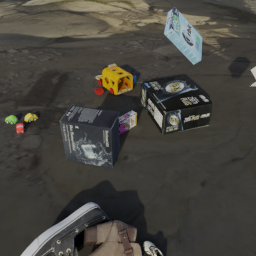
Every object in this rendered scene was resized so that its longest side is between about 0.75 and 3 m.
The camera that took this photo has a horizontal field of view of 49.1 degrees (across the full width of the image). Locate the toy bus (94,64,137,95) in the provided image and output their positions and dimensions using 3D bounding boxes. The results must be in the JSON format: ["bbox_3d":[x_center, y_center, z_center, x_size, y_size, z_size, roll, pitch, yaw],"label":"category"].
[{"bbox_3d":[-0.747,-2.627,14.219,2.255,1.165,2.128,5,37,6],"label":"toy bus"}]

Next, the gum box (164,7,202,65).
[{"bbox_3d":[1.792,-2.926,8.906,0.325,1.461,1.241,-27,38,41],"label":"gum box"}]

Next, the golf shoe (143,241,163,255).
[{"bbox_3d":[0.684,3.147,7.170,0.304,0.347,0.787,-26,42,-29],"label":"golf shoe"}]

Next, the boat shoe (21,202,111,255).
[{"bbox_3d":[-1.498,2.956,7.024,0.901,0.951,2.721,25,36,32],"label":"boat shoe"}]

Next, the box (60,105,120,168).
[{"bbox_3d":[-1.256,0.300,9.775,1.800,1.770,1.057,8,37,11],"label":"box"}]

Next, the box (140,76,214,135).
[{"bbox_3d":[1.986,-1.085,12.152,2.188,1.151,2.672,-10,38,-15],"label":"box"}]

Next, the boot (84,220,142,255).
[{"bbox_3d":[-0.369,3.231,6.785,1.432,0.688,1.958,10,59,-16],"label":"boot"}]

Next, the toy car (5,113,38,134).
[{"bbox_3d":[-4.658,-0.320,11.849,1.245,0.295,1.323,11,38,14],"label":"toy car"}]

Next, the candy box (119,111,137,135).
[{"bbox_3d":[-0.076,-0.225,11.424,0.959,0.654,0.293,-31,48,-33],"label":"candy box"}]

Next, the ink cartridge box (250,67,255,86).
[{"bbox_3d":[4.787,-1.989,9.375,0.853,1.471,0.499,-6,68,-36],"label":"ink cartridge box"}]
